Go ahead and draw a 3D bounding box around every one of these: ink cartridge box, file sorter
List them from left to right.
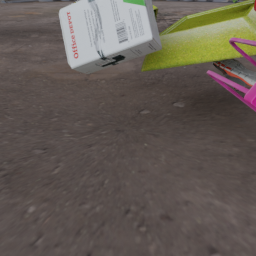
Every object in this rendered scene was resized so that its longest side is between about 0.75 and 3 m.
[{"bbox_3d":[-0.321,-1.741,4.941,1.567,1.149,0.651,-13,-6,20],"label":"ink cartridge box"},{"bbox_3d":[2.738,-1.246,3.907,1.875,2.698,1.692,30,15,-22],"label":"file sorter"}]

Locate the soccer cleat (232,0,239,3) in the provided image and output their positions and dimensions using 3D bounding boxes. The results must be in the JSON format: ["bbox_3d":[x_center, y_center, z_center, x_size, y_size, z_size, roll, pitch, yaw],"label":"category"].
[{"bbox_3d":[2.563,-2.868,5.472,1.197,0.501,0.387,-20,47,16],"label":"soccer cleat"}]

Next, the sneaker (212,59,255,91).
[{"bbox_3d":[2.580,-1.189,6.737,0.563,0.598,1.460,-26,52,-25],"label":"sneaker"}]

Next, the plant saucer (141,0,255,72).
[{"bbox_3d":[1.901,-2.219,6.355,2.685,0.643,2.682,0,31,34],"label":"plant saucer"}]

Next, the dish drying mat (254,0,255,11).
[{"bbox_3d":[1.384,-0.941,2.298,1.206,0.463,0.110,10,2,-41],"label":"dish drying mat"}]

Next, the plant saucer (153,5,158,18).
[{"bbox_3d":[-0.017,-3.067,8.299,1.701,0.407,1.698,-21,0,2],"label":"plant saucer"}]
